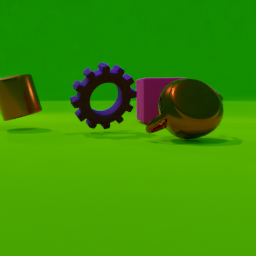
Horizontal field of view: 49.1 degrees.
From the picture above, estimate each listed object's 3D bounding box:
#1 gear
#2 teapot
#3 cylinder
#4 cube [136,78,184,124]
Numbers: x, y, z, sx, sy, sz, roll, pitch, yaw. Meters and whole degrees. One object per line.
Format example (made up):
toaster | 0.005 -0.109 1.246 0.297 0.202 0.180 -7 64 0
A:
gear | -0.535 -0.698 6.375 1.501 1.501 0.278 -3 28 -28
teapot | 1.224 -0.329 5.492 1.992 1.238 0.975 -21 -25 -20
cylinder | -2.871 -0.789 7.296 1.008 1.008 1.008 -14 9 2
cube | 1.059 -0.912 9.151 1.385 1.385 1.385 -2 8 -8
